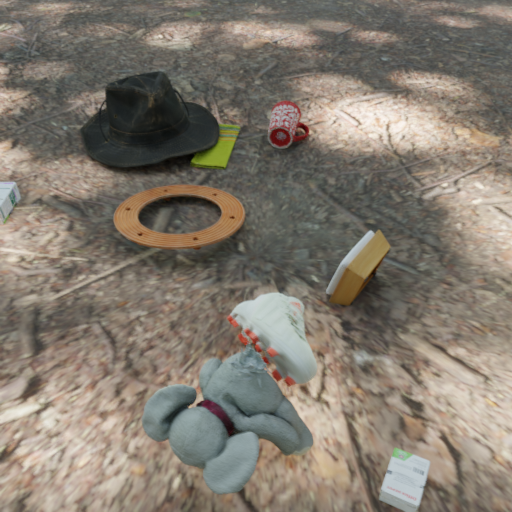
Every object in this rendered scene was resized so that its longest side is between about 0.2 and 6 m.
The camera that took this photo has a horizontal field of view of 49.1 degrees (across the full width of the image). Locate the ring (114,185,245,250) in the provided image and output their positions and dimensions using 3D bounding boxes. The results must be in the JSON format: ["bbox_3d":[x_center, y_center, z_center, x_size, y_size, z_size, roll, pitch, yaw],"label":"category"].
[{"bbox_3d":[-1.673,-0.853,12.358,2.846,0.273,2.846,0,33,0],"label":"ring"}]

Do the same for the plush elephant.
[{"bbox_3d":[-0.447,2.296,7.716,1.727,2.231,1.837,-41,59,-16],"label":"plush elephant"}]

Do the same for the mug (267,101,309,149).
[{"bbox_3d":[0.880,-3.585,15.433,1.136,0.854,1.280,5,43,9],"label":"mug"}]

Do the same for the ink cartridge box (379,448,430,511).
[{"bbox_3d":[2.055,3.112,7.750,0.520,0.300,0.714,17,43,20],"label":"ink cartridge box"}]

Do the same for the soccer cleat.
[{"bbox_3d":[0.378,1.115,8.813,1.130,1.009,2.913,-32,15,-10],"label":"soccer cleat"}]

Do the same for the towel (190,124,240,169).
[{"bbox_3d":[-1.087,-3.027,15.238,0.956,0.201,2.221,5,40,7],"label":"towel"}]

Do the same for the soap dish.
[{"bbox_3d":[1.964,0.254,10.667,0.549,1.063,1.351,35,49,15],"label":"soap dish"}]

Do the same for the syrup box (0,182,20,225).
[{"bbox_3d":[-5.861,-1.220,12.859,0.458,0.443,1.125,1,39,2],"label":"syrup box"}]

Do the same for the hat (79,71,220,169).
[{"bbox_3d":[-2.969,-4.070,15.278,4.174,1.684,4.174,0,37,0],"label":"hat"}]
